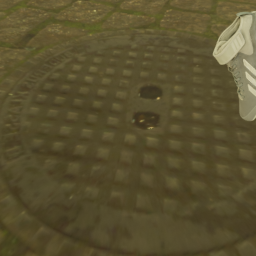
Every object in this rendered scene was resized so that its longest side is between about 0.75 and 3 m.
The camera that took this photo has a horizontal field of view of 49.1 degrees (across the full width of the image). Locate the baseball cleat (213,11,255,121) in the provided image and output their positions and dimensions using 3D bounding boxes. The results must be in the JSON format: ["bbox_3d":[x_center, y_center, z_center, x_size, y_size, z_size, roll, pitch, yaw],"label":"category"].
[{"bbox_3d":[1.883,-0.975,4.714,0.986,1.852,0.646,-2,26,-1],"label":"baseball cleat"}]
